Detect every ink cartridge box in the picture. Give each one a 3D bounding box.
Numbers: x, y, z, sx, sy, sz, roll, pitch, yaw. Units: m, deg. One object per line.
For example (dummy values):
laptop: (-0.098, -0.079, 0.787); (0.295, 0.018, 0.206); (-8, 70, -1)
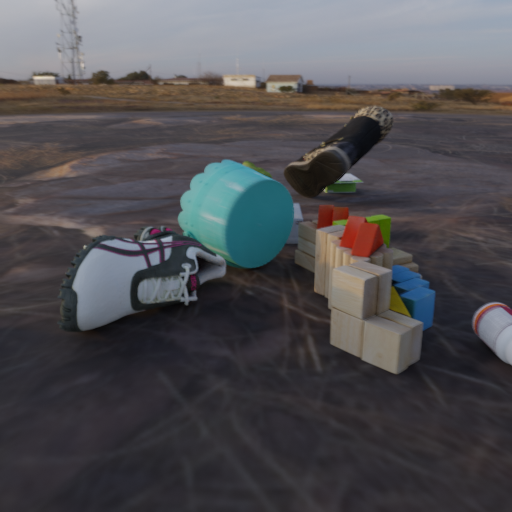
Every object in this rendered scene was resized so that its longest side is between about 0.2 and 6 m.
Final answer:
ink cartridge box: (2.284, -1.892, 15.030); (0.850, 0.435, 1.150); (-2, 20, -9)

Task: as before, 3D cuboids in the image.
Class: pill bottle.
pill bottle: (2.865, 0.918, 6.318); (0.498, 0.498, 0.910); (-1, 18, -4)

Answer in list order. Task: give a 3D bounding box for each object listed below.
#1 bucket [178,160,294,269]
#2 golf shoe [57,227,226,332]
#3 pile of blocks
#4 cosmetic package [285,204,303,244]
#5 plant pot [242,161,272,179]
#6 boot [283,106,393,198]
bucket: (-0.278, -0.657, 9.280); (1.740, 1.740, 1.132); (-14, 28, -37)
golf shoe: (-1.456, 0.252, 7.526); (1.248, 1.094, 2.834); (13, 22, 19)
pile of blocks: (1.623, 0.010, 7.799); (1.725, 1.306, 4.203); (-1, 19, -4)
cosmetic package: (0.567, -0.656, 11.089); (0.677, 0.572, 1.268); (0, 21, 3)
plant pot: (-0.182, -1.423, 12.000); (1.096, 1.041, 1.096); (29, 13, -7)
boot: (2.005, -2.587, 13.991); (2.137, 1.038, 2.838); (-43, 7, -19)
